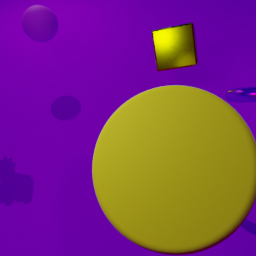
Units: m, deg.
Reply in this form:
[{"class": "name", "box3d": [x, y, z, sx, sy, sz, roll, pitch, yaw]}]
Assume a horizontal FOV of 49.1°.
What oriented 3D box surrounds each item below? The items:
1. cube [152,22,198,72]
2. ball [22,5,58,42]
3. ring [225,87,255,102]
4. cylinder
[{"class": "cube", "box3d": [1.215, -2.009, 7.052, 0.982, 0.982, 0.982, -6, 13, 17]}, {"class": "ball", "box3d": [-2.285, -2.706, 7.292, 0.910, 0.910, 0.910, 0, 53, 0]}, {"class": "ring", "box3d": [2.473, -0.641, 5.185, 1.263, 1.263, 0.253, -4, 97, -3]}, {"class": "cylinder", "box3d": [0.530, 0.433, 2.822, 1.351, 1.351, 1.351, -5, 76, 19]}]
